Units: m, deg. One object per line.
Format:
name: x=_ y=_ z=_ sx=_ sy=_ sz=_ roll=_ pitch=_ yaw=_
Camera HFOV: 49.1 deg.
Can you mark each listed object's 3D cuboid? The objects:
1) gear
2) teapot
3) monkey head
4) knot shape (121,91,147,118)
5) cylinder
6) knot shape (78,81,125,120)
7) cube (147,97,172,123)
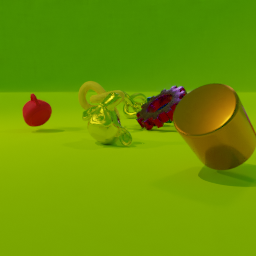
gear: x=1.035 y=-0.630 z=8.515 sx=1.708 sy=0.316 sz=1.708 roll=-31 pitch=23 yaw=15
teapot: x=-2.652 y=-0.449 z=8.053 sx=0.846 sy=1.361 sz=0.666 roll=-31 pitch=62 yaw=-32
monkey head: x=-0.435 y=-0.192 z=6.229 sx=1.471 sy=1.058 sz=0.886 roll=30 pitch=-15 yaw=44
knot shape: x=0.164 y=-1.064 z=11.931 sx=1.525 sy=0.753 sz=1.629 roll=34 pitch=29 yaw=4
cylinder: x=1.230 y=-0.005 z=3.947 sx=0.903 sy=0.903 sz=0.903 roll=8 pitch=-29 yaw=45
knot shape: x=-0.677 y=-0.727 z=8.414 sx=1.524 sy=0.704 sz=1.426 roll=8 pitch=-26 yaw=39
cube: x=1.187 y=-0.688 z=10.370 sx=0.904 sy=0.904 sz=0.904 roll=1 pitch=8 yaw=9
